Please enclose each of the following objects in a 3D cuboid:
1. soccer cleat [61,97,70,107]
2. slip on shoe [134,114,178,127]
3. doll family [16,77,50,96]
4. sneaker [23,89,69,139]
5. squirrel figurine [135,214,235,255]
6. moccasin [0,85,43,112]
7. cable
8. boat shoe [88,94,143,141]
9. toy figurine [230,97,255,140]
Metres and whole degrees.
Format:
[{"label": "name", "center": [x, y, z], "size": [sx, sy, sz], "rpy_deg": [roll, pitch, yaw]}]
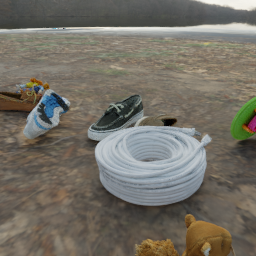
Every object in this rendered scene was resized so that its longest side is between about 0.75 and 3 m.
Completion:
[{"label": "soccer cleat", "center": [-2.656, -0.968, 11.604], "size": [0.550, 0.445, 1.275], "rpy_deg": [4, 26, -16]}, {"label": "slip on shoe", "center": [0.943, -0.062, 9.348], "size": [0.560, 0.703, 1.850], "rpy_deg": [6, 14, 44]}, {"label": "doll family", "center": [-4.294, -1.780, 12.776], "size": [1.267, 0.920, 2.041], "rpy_deg": [-16, 29, -31]}, {"label": "sneaker", "center": [-2.948, -0.465, 9.772], "size": [1.217, 1.053, 2.809], "rpy_deg": [-40, 14, 15]}, {"label": "squirrel figurine", "center": [0.851, 2.000, 4.003], "size": [1.495, 1.395, 1.058], "rpy_deg": [-2, 25, -4]}, {"label": "moccasin", "center": [-4.138, -1.219, 11.516], "size": [2.475, 0.955, 0.905], "rpy_deg": [3, 25, 6]}, {"label": "cable", "center": [0.572, 0.817, 7.138], "size": [2.742, 0.949, 2.742], "rpy_deg": [10, 28, 21]}, {"label": "boat shoe", "center": [-0.404, -0.471, 9.898], "size": [1.052, 0.947, 2.976], "rpy_deg": [13, 28, 26]}, {"label": "toy figurine", "center": [4.521, 0.298, 8.210], "size": [2.232, 1.676, 2.054], "rpy_deg": [12, 28, -38]}]
